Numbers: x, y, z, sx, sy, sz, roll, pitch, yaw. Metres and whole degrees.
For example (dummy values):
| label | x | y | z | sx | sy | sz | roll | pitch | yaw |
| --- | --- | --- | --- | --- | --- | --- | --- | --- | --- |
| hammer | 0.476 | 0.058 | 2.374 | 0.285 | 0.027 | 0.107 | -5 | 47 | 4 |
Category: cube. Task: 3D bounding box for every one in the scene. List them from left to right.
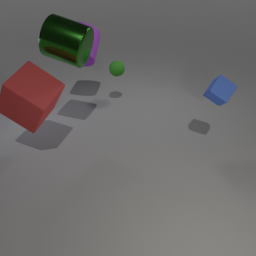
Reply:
| label | x | y | z | sx | sy | sz | roll | pitch | yaw |
| --- | --- | --- | --- | --- | --- | --- | --- | --- | --- |
| cube | -3.132 | -0.987 | 9.052 | 1.400 | 1.400 | 1.400 | 33 | 46 | -9 |
| cube | 3.131 | -1.267 | 9.554 | 0.700 | 0.700 | 0.700 | 35 | 83 | 0 |

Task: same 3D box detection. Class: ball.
| label | x | y | z | sx | sy | sz | roll | pitch | yaw |
| --- | --- | --- | --- | --- | --- | --- | --- | --- | --- |
| ball | -0.495 | -2.646 | 12.469 | 0.700 | 0.700 | 0.700 | 0 | 33 | 0 |

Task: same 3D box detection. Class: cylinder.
| label | x | y | z | sx | sy | sz | roll | pitch | yaw |
| --- | --- | --- | --- | --- | --- | --- | --- | --- | --- |
| cylinder | -2.027 | -2.898 | 9.377 | 1.400 | 1.400 | 1.400 | 20 | 35 | 3 |
| cylinder | -2.014 | -3.630 | 12.255 | 1.400 | 1.400 | 1.400 | 7 | 76 | 11 |
